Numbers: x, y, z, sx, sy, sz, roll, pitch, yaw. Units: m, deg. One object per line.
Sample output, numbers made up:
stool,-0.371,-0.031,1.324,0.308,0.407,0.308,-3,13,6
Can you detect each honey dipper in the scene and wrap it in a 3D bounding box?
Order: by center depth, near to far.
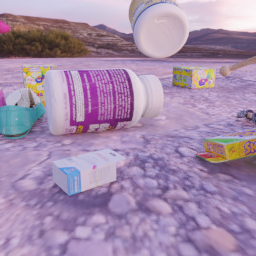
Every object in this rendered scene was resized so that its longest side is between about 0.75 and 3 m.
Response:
honey dipper,3.676,-1.911,7.200,2.706,0.514,0.514,-17,3,39

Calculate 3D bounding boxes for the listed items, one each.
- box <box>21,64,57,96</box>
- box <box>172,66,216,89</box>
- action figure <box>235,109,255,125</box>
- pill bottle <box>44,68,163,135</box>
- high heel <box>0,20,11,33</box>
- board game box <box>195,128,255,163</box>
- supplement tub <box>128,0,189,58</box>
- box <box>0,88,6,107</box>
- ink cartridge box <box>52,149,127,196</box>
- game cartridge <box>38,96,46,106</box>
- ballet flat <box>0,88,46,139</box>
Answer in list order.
box,-3.643,-1.950,11.636,1.349,1.299,0.823,-6,18,-21
box,3.403,-2.657,14.550,1.598,0.975,1.539,-8,19,-28
action figure,3.663,-0.312,7.727,1.355,0.470,0.881,2,23,19
pill bottle,-0.596,-0.709,7.087,2.800,1.572,1.572,-6,18,-20
high heel,-4.360,-3.376,8.631,1.377,0.464,0.661,21,-16,-13
board game box,2.574,0.158,5.047,2.599,0.390,1.242,-15,1,-1
supplement tub,0.957,-3.742,9.630,1.788,1.788,2.471,-2,44,-7
box,-4.077,-0.466,7.197,1.419,0.686,1.248,0,34,-4
ink cartridge box,-0.606,0.673,4.530,1.059,0.359,0.610,-12,20,-34
game cartridge,-3.271,-1.015,10.432,1.295,0.210,1.142,-2,17,-12
ballet flat,-2.803,-0.575,7.609,0.940,0.983,2.792,-1,17,-8
